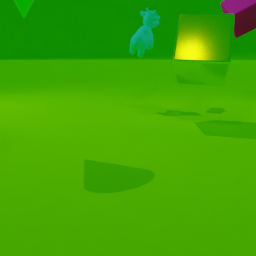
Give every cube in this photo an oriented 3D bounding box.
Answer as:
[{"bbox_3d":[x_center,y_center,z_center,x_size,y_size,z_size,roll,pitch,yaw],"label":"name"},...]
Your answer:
[{"bbox_3d":[2.026,-2.063,7.552,1.380,1.380,1.380,6,-14,16],"label":"cube"},{"bbox_3d":[3.526,-3.547,8.666,0.886,0.886,0.886,-25,48,16],"label":"cube"}]

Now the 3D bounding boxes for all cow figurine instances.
[{"bbox_3d":[0.549,-3.203,9.357,0.733,1.314,1.336,24,50,18],"label":"cow figurine"}]

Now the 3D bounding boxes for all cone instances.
[{"bbox_3d":[-1.868,-2.530,4.955,1.227,1.232,1.227,9,45,-9],"label":"cone"}]
